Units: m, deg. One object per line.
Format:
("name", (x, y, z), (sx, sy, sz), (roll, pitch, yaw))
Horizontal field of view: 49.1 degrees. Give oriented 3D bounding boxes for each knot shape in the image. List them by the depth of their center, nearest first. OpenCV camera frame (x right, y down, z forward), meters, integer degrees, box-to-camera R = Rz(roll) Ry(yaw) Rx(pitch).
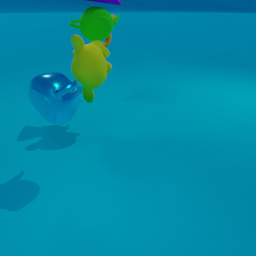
("knot shape", (-0.850, -3.648, 10.104), (0.611, 1.322, 1.237), (14, -9, -3))

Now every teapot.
("teapot", (-1.379, -0.611, 5.434), (0.812, 1.031, 1.657), (-42, 14, -30))
("teapot", (-0.868, -2.983, 7.888), (1.560, 0.970, 0.764), (-11, 51, -15))

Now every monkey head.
("monkey head", (-1.172, -1.711, 7.633), (1.359, 1.889, 1.138), (14, 40, 27))

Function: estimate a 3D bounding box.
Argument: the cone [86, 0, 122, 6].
("cone", (-0.646, -3.641, 7.511), (1.150, 1.145, 1.145), (30, 19, -18))
